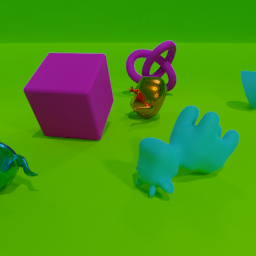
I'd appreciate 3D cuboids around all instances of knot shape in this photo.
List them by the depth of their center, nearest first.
[{"bbox_3d":[0.867,-2.277,10.491,1.944,2.078,0.960,0,30,-12],"label":"knot shape"}]

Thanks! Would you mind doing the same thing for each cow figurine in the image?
[{"bbox_3d":[0.893,0.430,4.341,1.538,1.514,0.844,31,-1,-36],"label":"cow figurine"}]

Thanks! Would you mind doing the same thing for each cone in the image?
[{"bbox_3d":[4.272,-1.363,8.472,1.265,1.260,1.260,-18,7,33],"label":"cone"}]

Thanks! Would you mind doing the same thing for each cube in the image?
[{"bbox_3d":[-1.204,-0.717,6.236,1.377,1.377,1.377,4,47,12],"label":"cube"}]

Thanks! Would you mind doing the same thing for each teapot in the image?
[{"bbox_3d":[-1.978,0.604,3.984,1.408,0.875,0.689,-8,45,-5],"label":"teapot"},{"bbox_3d":[0.467,-0.853,7.602,0.935,1.188,1.910,21,37,-9],"label":"teapot"}]
